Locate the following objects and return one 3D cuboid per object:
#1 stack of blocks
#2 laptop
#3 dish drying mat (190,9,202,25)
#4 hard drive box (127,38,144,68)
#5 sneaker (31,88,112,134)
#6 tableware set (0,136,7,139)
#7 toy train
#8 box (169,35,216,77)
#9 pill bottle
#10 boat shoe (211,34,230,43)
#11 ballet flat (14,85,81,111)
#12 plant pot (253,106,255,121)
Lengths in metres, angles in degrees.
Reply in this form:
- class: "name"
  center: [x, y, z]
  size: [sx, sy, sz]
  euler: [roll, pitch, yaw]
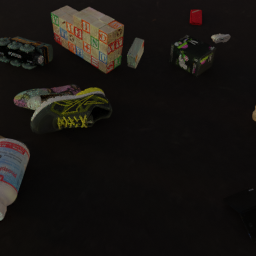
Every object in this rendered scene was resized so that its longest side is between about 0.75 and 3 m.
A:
- class: "stack of blocks"
  center: [-1.508, -3.413, 10.145]
  size: [2.804, 1.615, 0.821]
  euler: [35, 55, 22]
- class: "laptop"
  center: [2.827, 1.923, 6.332]
  size: [0.901, 0.525, 1.016]
  euler: [-17, 74, -15]
- class: "dish drying mat"
  center: [3.186, -5.205, 13.112]
  size: [0.534, 0.127, 1.390]
  euler: [8, 47, 7]
- class: "hard drive box"
  center: [0.270, -2.658, 9.944]
  size: [0.318, 0.645, 0.828]
  euler: [19, 69, 10]
- class: "sneaker"
  center: [-1.535, -0.412, 7.976]
  size: [2.440, 0.909, 1.033]
  euler: [-28, 52, -24]
- class: "tableware set"
  center: [-4.421, 0.436, 7.450]
  size: [2.431, 0.487, 1.607]
  euler: [20, 49, 18]
- class: "toy train"
  center: [-3.864, -2.854, 10.404]
  size: [2.172, 0.925, 1.238]
  euler: [19, 37, 20]
- class: "box"
  center: [2.328, -2.641, 10.174]
  size: [0.967, 0.809, 1.302]
  euler: [-35, 56, -27]
- class: "pill bottle"
  center: [-2.943, 1.170, 6.430]
  size: [0.951, 0.951, 1.748]
  euler: [1, 47, 1]
- class: "boat shoe"
  center: [3.490, -3.419, 10.559]
  size: [0.924, 0.328, 0.323]
  euler: [-20, 61, -32]
- class: "ballet flat"
  center: [-2.417, -0.851, 8.600]
  size: [2.053, 0.710, 0.730]
  euler: [-11, 54, -15]
- class: "plant pot"
  center: [4.170, -0.381, 7.977]
  size: [1.042, 1.042, 0.954]
  euler: [-33, 44, -27]
